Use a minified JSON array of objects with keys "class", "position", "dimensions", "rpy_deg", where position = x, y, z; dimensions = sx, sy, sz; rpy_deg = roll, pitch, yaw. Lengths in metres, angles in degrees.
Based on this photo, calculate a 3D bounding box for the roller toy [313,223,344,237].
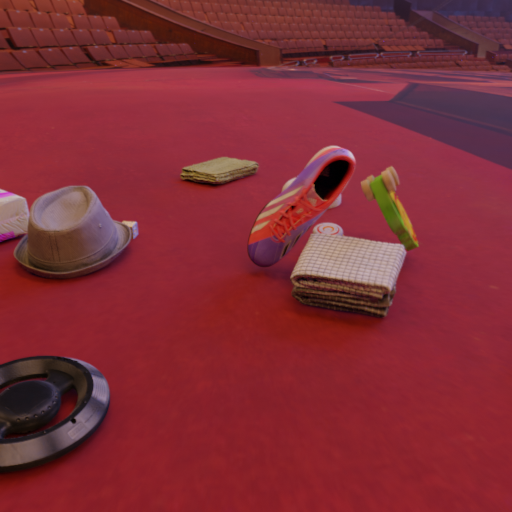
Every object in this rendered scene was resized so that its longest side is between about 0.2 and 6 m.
[{"class":"roller toy","position":[1.344,-0.323,10.565],"dimensions":[0.558,0.428,0.612],"rpy_deg":[11,36,17]}]

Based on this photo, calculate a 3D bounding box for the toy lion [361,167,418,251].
[{"class":"toy lion","position":[2.396,-0.755,9.683],"dimensions":[0.530,1.479,1.543],"rpy_deg":[-24,4,21]}]

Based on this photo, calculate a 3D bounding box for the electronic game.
[{"class":"electronic game","position":[-2.489,1.645,6.087],"dimensions":[1.752,0.365,1.752],"rpy_deg":[0,26,0]}]

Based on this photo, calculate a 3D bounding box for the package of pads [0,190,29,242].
[{"class":"package of pads","position":[-6.117,-0.664,10.723],"dimensions":[2.092,0.923,2.707],"rpy_deg":[18,29,35]}]

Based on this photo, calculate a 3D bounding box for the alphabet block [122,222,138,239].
[{"class":"alphabet block","position":[-2.551,-0.514,11.191],"dimensions":[0.286,0.281,0.279],"rpy_deg":[4,24,8]}]

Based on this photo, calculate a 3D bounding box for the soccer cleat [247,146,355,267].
[{"class":"soccer cleat","position":[0.724,-0.797,9.328],"dimensions":[0.839,2.459,0.900],"rpy_deg":[40,6,-11]}]

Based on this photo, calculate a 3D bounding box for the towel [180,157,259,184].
[{"class":"towel","position":[-0.989,-2.317,15.276],"dimensions":[1.429,0.351,1.926],"rpy_deg":[16,29,35]}]

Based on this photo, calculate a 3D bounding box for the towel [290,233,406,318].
[{"class":"towel","position":[1.431,0.269,8.650],"dimensions":[1.568,0.671,1.299],"rpy_deg":[8,35,19]}]

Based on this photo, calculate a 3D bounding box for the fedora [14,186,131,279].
[{"class":"fedora","position":[-3.324,-0.576,10.047],"dimensions":[2.013,1.028,2.276],"rpy_deg":[4,32,6]}]

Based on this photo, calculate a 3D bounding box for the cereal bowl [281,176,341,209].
[{"class":"cereal bowl","position":[1.310,-1.576,13.257],"dimensions":[1.447,0.602,1.447],"rpy_deg":[1,23,0]}]
